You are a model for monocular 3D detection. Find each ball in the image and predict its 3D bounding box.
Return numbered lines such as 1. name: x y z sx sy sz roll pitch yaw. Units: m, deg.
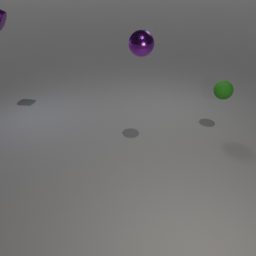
1. ball: 0.360 -2.276 7.540 0.700 0.700 0.700 0 29 0
2. ball: 3.507 -1.395 10.289 0.700 0.700 0.700 0 29 0

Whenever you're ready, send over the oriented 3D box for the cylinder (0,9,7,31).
1. cylinder: -4.787 -3.937 9.951 0.700 0.700 0.700 20 25 -16
